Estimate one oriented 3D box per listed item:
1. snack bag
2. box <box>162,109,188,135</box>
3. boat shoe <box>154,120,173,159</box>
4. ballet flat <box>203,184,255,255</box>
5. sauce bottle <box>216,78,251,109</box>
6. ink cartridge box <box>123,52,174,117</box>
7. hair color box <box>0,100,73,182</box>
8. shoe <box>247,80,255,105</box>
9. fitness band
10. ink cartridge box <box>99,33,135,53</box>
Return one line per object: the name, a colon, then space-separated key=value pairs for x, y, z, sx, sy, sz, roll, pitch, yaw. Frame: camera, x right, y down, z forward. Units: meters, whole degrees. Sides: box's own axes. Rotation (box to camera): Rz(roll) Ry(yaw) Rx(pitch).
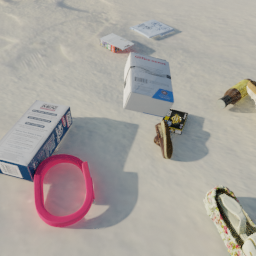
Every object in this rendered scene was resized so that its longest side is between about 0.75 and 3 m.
snack bag: x=1.198 y=-4.944 z=14.039 sx=1.716 sy=0.184 sz=1.618 roll=-28 pitch=50 yaw=-27
box: x=1.495 y=-0.229 z=9.078 sx=0.722 sy=0.223 sz=0.904 roll=14 pitch=46 yaw=17
boat shoe: x=1.005 y=0.377 z=8.347 sx=0.478 sy=0.479 sz=1.329 roll=-21 pitch=51 yaw=24
ballet flat: x=2.464 y=2.274 z=6.044 sx=0.940 sy=0.795 sz=2.487 roll=-19 pitch=47 yaw=-17
sauce bottle: x=3.772 y=-1.197 z=9.831 sx=1.754 sy=0.568 sz=0.568 roll=-30 pitch=51 yaw=-30
ink cartridge box: x=0.470 y=-1.072 z=6.812 sx=1.058 sy=0.616 sz=1.463 roll=12 pitch=50 yaw=-13
hair color box: x=-2.710 y=0.280 z=8.146 sx=1.245 sy=0.753 sz=2.489 roll=12 pitch=45 yaw=12
shoe: x=4.510 y=-0.451 z=8.814 sx=1.031 sy=0.787 sz=2.948 roll=10 pitch=40 yaw=-26
fitness band: x=-1.625 y=1.504 z=7.111 sx=1.455 sy=0.379 sz=2.026 roll=-11 pitch=49 yaw=-9
ink cartridge box: x=-0.495 y=-3.768 z=12.669 sx=1.520 sy=0.383 sz=0.828 roll=35 pitch=53 yaw=29
